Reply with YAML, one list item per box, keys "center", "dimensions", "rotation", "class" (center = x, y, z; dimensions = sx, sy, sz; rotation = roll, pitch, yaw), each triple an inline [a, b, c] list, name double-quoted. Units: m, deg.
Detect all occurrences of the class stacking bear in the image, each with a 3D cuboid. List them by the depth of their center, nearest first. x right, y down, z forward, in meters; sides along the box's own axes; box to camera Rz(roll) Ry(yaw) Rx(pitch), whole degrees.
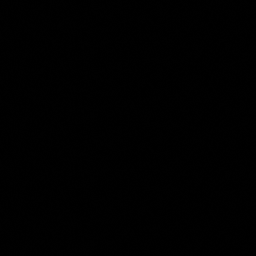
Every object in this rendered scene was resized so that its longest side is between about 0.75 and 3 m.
- center: [-0.144, 0.048, 1.303]
  dimensions: [1.523, 1.626, 2.678]
  rotation: [5, 12, -9]
  class: "stacking bear"
